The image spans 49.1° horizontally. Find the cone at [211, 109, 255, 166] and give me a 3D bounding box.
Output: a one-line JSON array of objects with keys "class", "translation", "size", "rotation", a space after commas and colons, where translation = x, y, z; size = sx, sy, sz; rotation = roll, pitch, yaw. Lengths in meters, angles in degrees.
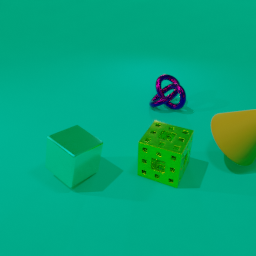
[{"class": "cone", "translation": [3.121, -0.098, 6.747], "size": [1.535, 1.540, 1.535], "rotation": [18, 51, -24]}]

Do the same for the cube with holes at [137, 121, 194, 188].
[{"class": "cube with holes", "translation": [0.919, 0.615, 6.893], "size": [1.035, 1.035, 1.035], "rotation": [15, 37, 21]}]

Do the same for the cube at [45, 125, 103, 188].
[{"class": "cube", "translation": [-1.298, 0.644, 6.719], "size": [0.944, 0.944, 0.944], "rotation": [31, 35, 27]}]

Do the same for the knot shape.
[{"class": "knot shape", "translation": [1.432, -1.141, 9.566], "size": [1.285, 0.634, 1.373], "rotation": [29, 85, 35]}]
